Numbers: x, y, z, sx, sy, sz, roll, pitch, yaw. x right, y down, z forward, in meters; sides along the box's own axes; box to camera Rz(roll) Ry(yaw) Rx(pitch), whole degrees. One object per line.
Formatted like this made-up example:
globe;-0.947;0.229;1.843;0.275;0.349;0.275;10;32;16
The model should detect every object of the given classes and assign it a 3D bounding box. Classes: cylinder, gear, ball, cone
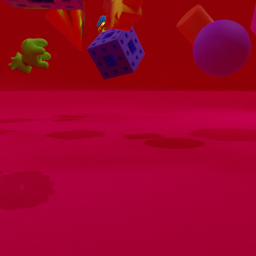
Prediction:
cylinder;1.657;-2.439;6.737;0.708;0.708;0.708;42;-4;-17
gear;-0.018;-1.819;3.274;0.234;1.263;1.263;3;7;-19
ball;1.970;-1.675;5.937;1.159;1.159;1.159;0;8;0
cone;-1.950;-3.473;10.051;1.526;1.532;1.526;-20;9;3

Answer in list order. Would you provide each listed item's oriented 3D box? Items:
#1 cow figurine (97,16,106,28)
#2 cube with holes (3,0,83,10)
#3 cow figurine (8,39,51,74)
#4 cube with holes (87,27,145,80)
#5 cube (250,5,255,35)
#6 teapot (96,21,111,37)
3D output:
cow figurine;-0.595;-4.058;11.458;1.450;0.796;1.427;30;12;-1
cube with holes;-1.072;-2.041;3.352;0.960;0.960;0.960;1;11;-3
cow figurine;-2.669;-1.910;7.443;1.127;0.629;1.145;6;-29;-2
cube with holes;-0.281;-1.916;7.028;0.905;0.905;0.905;-7;39;32
cube;4.157;-2.870;7.036;1.393;1.393;1.393;-12;52;2
teapot;-0.727;-3.484;10.129;0.918;1.476;0.723;23;5;-45
